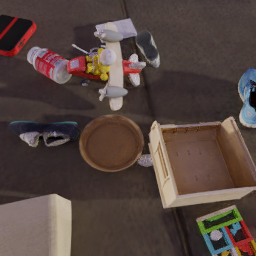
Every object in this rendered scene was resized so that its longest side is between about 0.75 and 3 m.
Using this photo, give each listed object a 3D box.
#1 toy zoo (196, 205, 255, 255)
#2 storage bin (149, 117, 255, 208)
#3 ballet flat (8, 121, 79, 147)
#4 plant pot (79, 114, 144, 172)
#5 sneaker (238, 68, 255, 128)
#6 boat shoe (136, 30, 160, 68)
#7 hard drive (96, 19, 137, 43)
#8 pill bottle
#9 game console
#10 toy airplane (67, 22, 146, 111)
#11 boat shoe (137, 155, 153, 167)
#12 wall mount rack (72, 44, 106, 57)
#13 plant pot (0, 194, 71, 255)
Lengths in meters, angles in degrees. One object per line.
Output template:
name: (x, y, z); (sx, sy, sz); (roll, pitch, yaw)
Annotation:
toy zoo: (3.048, 3.451, 8.246); (1.332, 0.208, 2.031); (-16, 61, -10)
storage bin: (2.259, 0.967, 8.866); (2.709, 1.269, 2.689); (-4, 59, -13)
ballet flat: (-2.988, 0.225, 9.810); (2.520, 0.921, 0.921); (0, 59, -3)
plant pot: (-0.575, 0.540, 9.915); (2.264, 0.311, 2.264); (-1, 59, 1)
sneaker: (4.830, -1.302, 10.517); (0.997, 1.144, 2.544); (8, 60, 4)
boat shoe: (0.881, -3.474, 12.185); (0.741, 0.645, 2.012); (-26, 55, 6)
hard drive: (-0.540, -4.502, 12.960); (1.656, 0.210, 1.093); (-15, 60, -9)
pill bottle: (-3.181, -2.601, 11.386); (1.758, 0.987, 0.987); (31, 64, 17)
game console: (-5.508, -4.253, 12.790); (2.009, 0.353, 2.271); (15, 60, 14)
toy airplane: (-0.614, -2.396, 10.702); (2.694, 1.901, 2.682); (42, 79, 2)
boat shoe: (0.911, 1.080, 9.528); (1.206, 0.421, 0.428); (7, 60, 4)
wall mount rack: (-1.632, -2.973, 11.822); (1.439, 0.617, 1.656); (-2, 58, -1)
plant pot: (-2.786, 3.264, 7.128); (2.701, 2.704, 2.394); (-11, 73, -7)
